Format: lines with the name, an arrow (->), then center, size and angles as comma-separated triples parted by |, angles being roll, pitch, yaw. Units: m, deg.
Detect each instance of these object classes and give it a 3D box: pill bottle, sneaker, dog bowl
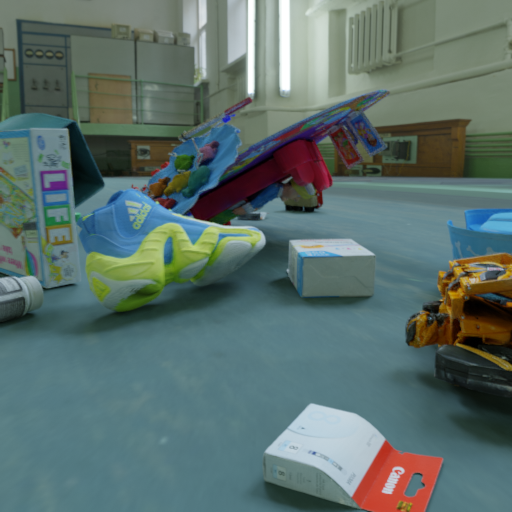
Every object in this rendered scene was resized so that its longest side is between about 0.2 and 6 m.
pill bottle -> -2.670, 0.465, 5.837 | 0.451, 0.451, 0.792 | 7, 13, 35
sneaker -> -0.995, -0.308, 6.854 | 1.008, 1.398, 2.661 | -39, -13, 35
dog bowl -> 3.801, -0.092, 7.783 | 1.976, 0.879, 3.546 | 5, 12, 27

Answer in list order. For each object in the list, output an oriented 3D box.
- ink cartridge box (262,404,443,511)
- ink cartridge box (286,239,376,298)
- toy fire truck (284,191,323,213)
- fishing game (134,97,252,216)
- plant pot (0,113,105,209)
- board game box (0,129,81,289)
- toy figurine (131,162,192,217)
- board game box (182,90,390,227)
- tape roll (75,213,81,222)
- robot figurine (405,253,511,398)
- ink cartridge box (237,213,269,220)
ink cartridge box -> 0.543, 1.089, 3.050 | 0.823, 0.194, 0.658 | 4, 10, 27
ink cartridge box -> 0.943, 0.107, 7.583 | 0.932, 0.549, 1.618 | -1, 10, -4
toy fire truck -> 1.724, -1.790, 17.981 | 1.230, 0.899, 1.397 | 9, 24, 44
fishing game -> -1.321, -1.338, 9.162 | 2.543, 0.552, 3.552 | -19, 38, 38
plant pot -> -5.190, -2.157, 12.847 | 2.552, 1.804, 1.803 | 25, 55, 36
board game box -> -3.625, -0.779, 8.193 | 3.022, 2.032, 0.517 | 10, 16, 43
toy figurine -> -1.940, -1.571, 14.394 | 2.295, 1.211, 1.375 | -29, -41, 14
board game box -> 0.241, -1.403, 11.845 | 4.742, 1.168, 6.001 | -29, 2, -27
tape roll -> -5.133, -1.019, 14.932 | 0.877, 0.211, 0.877 | -1, 10, 0
robot figurine -> 2.733, 0.518, 4.233 | 3.098, 0.902, 2.246 | 2, 9, 12
ink cartridge box -> -0.071, -1.113, 15.647 | 0.691, 0.214, 0.852 | 3, 3, 19
